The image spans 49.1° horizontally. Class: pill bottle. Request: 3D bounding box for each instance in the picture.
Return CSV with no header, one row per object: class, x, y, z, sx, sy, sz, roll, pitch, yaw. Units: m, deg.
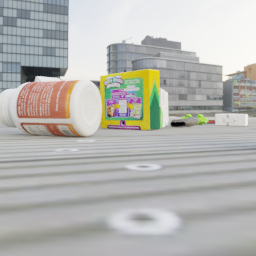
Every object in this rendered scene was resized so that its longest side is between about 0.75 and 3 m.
pill bottle,-1.878,-0.467,6.622,2.278,1.278,1.278,2,3,21

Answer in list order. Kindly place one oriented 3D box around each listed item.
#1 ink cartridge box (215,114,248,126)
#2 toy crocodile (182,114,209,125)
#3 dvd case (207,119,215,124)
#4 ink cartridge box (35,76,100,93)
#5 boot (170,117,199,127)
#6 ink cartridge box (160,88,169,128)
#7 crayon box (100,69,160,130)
ink cartridge box,4.583,-0.363,12.393,1.262,0.522,0.925,1,3,28
toy crocodile,3.102,-0.336,13.220,1.479,0.457,0.499,4,45,42
dvd case,4.752,-0.379,15.750,2.232,0.246,1.629,0,3,10
ink cartridge box,-2.372,-0.918,10.336,2.272,1.660,0.958,-1,36,-42
boot,2.242,-0.182,11.001,1.149,0.401,0.757,-11,4,9
ink cartridge box,1.026,-0.722,10.710,0.818,1.421,1.947,0,2,15
crayon box,0.023,-0.916,9.501,2.203,1.900,0.642,2,4,40
